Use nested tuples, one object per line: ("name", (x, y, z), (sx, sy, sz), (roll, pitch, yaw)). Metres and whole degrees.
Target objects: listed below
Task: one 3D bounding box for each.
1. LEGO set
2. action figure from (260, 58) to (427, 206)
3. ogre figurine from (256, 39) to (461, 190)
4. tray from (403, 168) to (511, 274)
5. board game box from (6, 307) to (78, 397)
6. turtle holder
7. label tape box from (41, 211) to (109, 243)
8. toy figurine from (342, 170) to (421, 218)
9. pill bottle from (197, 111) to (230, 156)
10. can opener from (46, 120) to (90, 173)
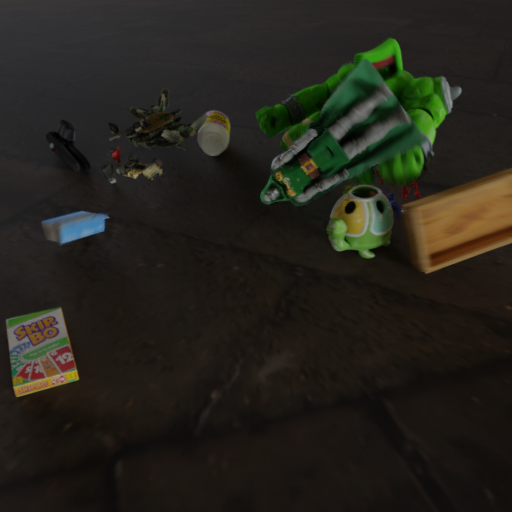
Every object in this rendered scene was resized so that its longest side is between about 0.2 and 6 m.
("LEGO set", (-2.486, -2.708, 13.455), (2.385, 1.041, 3.672), (8, 47, 25))
("action figure", (1.227, -1.773, 9.752), (2.912, 1.720, 0.796), (-36, 2, 23))
("ogre figurine", (2.199, -2.937, 11.644), (2.689, 2.201, 4.485), (-40, 21, -13))
("tray", (3.642, -0.636, 9.356), (2.308, 1.138, 0.427), (-18, 18, -10))
("board game box", (-2.971, 1.226, 7.689), (0.770, 0.242, 1.612), (-13, 32, -21))
("turtle holder", (1.734, -0.642, 9.859), (1.443, 1.025, 1.096), (-11, 34, -17))
("label tape box", (-3.188, -0.504, 9.944), (0.807, 0.373, 1.127), (-21, 22, -37))
("toy figurine", (2.270, -1.086, 10.804), (1.593, 0.840, 0.954), (15, 40, 24))
("pill bottle", (-1.042, -2.995, 13.811), (0.776, 0.776, 1.488), (-1, 32, -2))
("can opener", (-4.465, -2.488, 13.193), (0.638, 0.791, 2.011), (-10, 42, -30))
